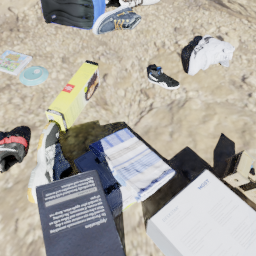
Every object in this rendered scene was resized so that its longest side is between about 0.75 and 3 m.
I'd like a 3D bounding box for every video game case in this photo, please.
[{"bbox_3d":[-4.587,-2.601,11.061,1.199,0.132,1.091,18,55,13],"label":"video game case"}]

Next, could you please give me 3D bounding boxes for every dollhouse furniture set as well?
[{"bbox_3d":[3.301,1.395,7.778,1.186,0.831,0.836,37,57,-4],"label":"dollhouse furniture set"}]

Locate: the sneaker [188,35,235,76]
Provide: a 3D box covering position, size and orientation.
[{"bbox_3d":[3.201,-2.696,10.656,1.342,0.877,2.335,22,53,19],"label":"sneaker"}]

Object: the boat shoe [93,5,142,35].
[{"bbox_3d":[-0.432,-4.553,12.121,1.004,0.783,2.212,40,65,20],"label":"boat shoe"}]

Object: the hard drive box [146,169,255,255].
[{"bbox_3d":[2.089,2.655,6.545,2.100,1.035,2.695,-33,60,-22],"label":"hard drive box"}]

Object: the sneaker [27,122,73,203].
[{"bbox_3d":[-2.100,0.980,8.035,1.085,0.936,2.474,8,58,-11],"label":"sneaker"}]

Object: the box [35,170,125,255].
[{"bbox_3d":[-0.889,2.515,5.889,1.351,2.263,2.301,-15,55,-12],"label":"box"}]

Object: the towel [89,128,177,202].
[{"bbox_3d":[0.136,0.899,7.743,1.605,0.260,2.185,-24,56,-39],"label":"towel"}]

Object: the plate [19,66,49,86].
[{"bbox_3d":[-3.584,-2.032,10.632,1.104,0.141,1.104,-1,53,1],"label":"plate"}]

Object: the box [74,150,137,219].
[{"bbox_3d":[-0.542,1.405,7.782,1.102,0.568,1.889,-32,59,-22],"label":"box"}]

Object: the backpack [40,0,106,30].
[{"bbox_3d":[-2.220,-5.673,12.137,2.607,2.119,2.188,20,53,16],"label":"backpack"}]

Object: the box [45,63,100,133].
[{"bbox_3d":[-1.766,-1.063,9.422,0.624,0.936,2.488,19,57,14],"label":"box"}]

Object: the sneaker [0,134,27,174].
[{"bbox_3d":[-3.931,0.874,8.082,2.025,0.716,0.989,-14,52,-12],"label":"sneaker"}]

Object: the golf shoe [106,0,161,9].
[{"bbox_3d":[0.194,-6.006,13.207,2.789,1.084,1.318,7,70,9],"label":"golf shoe"}]

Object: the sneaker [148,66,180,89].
[{"bbox_3d":[1.315,-1.850,10.154,1.214,0.679,0.444,17,55,12],"label":"sneaker"}]
